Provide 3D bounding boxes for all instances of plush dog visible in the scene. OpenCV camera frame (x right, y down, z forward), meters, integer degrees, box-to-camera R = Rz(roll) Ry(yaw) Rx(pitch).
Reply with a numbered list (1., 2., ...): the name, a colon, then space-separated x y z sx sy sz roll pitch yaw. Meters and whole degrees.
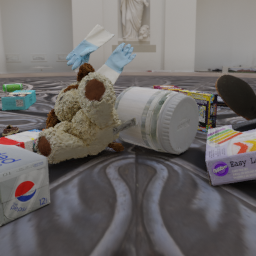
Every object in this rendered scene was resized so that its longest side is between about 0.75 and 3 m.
1. plush dog: -1.199 -0.401 7.599 2.106 2.625 2.255 26 22 -47

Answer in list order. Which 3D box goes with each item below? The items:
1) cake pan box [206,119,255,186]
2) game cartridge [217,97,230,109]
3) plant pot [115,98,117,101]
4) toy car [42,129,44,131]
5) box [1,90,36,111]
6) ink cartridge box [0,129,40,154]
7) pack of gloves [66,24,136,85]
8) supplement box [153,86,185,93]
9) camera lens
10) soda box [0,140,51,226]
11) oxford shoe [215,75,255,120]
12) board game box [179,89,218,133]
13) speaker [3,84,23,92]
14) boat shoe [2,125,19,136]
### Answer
1. cake pan box: 3.044 0.355 6.433 2.374 0.674 2.578 -12 11 21
2. game cartridge: 5.397 -1.331 14.737 2.405 0.492 1.601 9 21 31
3. plant pot: -0.589 -0.425 9.893 1.220 1.080 1.218 12 19 36
4. toy car: -2.665 0.341 8.762 1.158 0.568 0.385 -8 49 46
5. box: -5.756 -1.525 14.968 1.138 0.679 2.765 -2 15 -7
6. ink cartridge box: -2.817 0.466 7.571 0.853 0.494 1.469 9 17 32
7. pack of gloves: -0.947 -2.769 10.441 2.058 0.483 2.449 31 64 5
8. supplement box: 2.178 -1.693 15.000 1.256 0.975 2.276 -2 15 -7
9. camera lens: 0.710 -0.267 8.005 2.122 1.697 1.697 13 19 41
10. soda box: -2.779 0.789 5.448 2.897 0.919 0.989 12 18 38
11. oxford shoe: 4.096 -0.868 10.118 2.950 1.052 1.051 34 -2 -20
12. board game box: 2.532 -0.670 10.336 0.456 1.329 1.608 -9 18 -29
13. speaker: -8.687 -3.040 21.096 1.325 0.586 0.586 -10 17 -33
14. boat shoe: -4.035 0.035 9.639 0.308 0.307 0.854 2 15 9
